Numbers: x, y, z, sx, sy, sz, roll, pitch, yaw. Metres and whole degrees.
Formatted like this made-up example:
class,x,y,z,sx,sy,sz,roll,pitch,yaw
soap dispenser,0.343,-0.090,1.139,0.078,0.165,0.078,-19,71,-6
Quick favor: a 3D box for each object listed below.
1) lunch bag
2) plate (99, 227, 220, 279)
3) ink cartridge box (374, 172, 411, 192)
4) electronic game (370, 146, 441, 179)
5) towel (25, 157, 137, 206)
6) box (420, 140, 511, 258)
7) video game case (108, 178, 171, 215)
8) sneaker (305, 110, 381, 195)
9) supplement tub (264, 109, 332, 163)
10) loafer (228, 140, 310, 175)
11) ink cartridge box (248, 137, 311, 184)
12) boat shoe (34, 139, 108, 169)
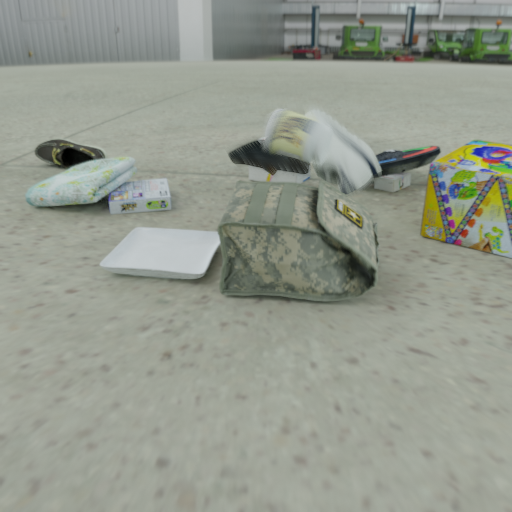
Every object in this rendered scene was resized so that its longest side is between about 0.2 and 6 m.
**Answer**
class,x,y,z,sx,sy,sz,roll,pitch,yaw
lunch bag,0.781,-0.322,9.284,2.559,1.505,2.099,4,28,6
plate,-1.613,-0.028,10.126,1.843,0.298,1.847,5,24,8
ink cartridge box,3.457,-1.900,14.223,0.584,0.338,0.806,19,30,41
electronic game,3.399,-2.441,14.435,2.607,0.542,2.607,-13,11,2
towel,-4.059,-1.758,13.207,1.843,0.518,2.153,-3,27,23
box,4.997,-1.175,11.167,2.443,1.547,2.536,18,30,33
video game case,-2.728,-1.411,13.142,1.368,0.343,1.510,-5,25,-10
sneaker,1.349,-2.005,10.691,0.924,0.877,2.295,-43,44,3
supplement tub,0.730,-2.057,9.685,1.019,0.738,0.738,20,29,14
loafer,0.257,-2.162,12.645,2.118,0.765,0.771,8,37,41
ink cartridge box,0.617,-2.498,14.748,1.392,1.007,1.025,11,27,24
boat shoe,-5.340,-2.862,15.851,2.163,0.771,0.651,7,21,10
